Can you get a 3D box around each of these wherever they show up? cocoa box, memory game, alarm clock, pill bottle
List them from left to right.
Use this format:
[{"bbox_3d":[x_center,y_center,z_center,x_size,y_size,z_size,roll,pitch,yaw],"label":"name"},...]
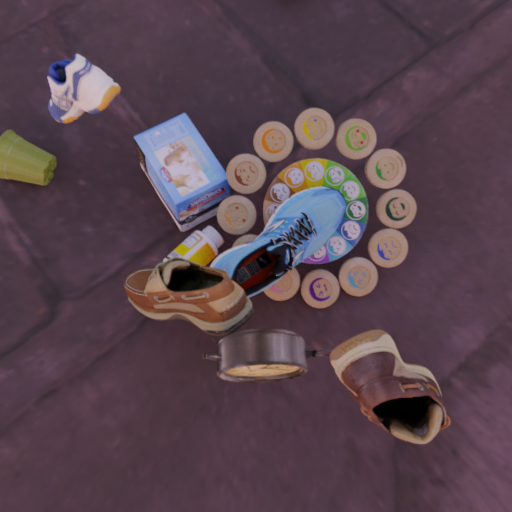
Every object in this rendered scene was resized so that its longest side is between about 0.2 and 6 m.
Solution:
[{"bbox_3d":[-1.263,-1.441,9.696,1.047,1.030,1.569,-29,70,-13],"label":"cocoa box"},{"bbox_3d":[-1.032,-0.041,9.395,0.547,0.547,1.000,42,73,16],"label":"pill bottle"},{"bbox_3d":[0.231,1.225,6.946,1.637,1.104,0.545,-2,67,6],"label":"alarm clock"},{"bbox_3d":[0.974,-0.738,9.061,3.250,0.207,3.250,0,97,0],"label":"memory game"}]

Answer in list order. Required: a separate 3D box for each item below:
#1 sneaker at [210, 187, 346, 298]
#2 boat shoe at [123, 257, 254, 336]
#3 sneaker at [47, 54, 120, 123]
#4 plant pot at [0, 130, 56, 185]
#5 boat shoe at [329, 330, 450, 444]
[{"bbox_3d":[0.448,-0.086,8.483,2.505,1.127,0.982,-41,105,-6],"label":"sneaker"},{"bbox_3d":[-1.050,0.406,7.950,2.344,0.866,0.887,8,42,39],"label":"boat shoe"},{"bbox_3d":[-2.765,-2.558,8.407,1.886,0.831,0.710,1,54,49],"label":"sneaker"},{"bbox_3d":[-4.084,-1.655,9.980,0.869,0.915,0.915,20,68,-6],"label":"plant pot"},{"bbox_3d":[1.859,1.923,7.074,1.034,2.867,1.032,-31,49,10],"label":"boat shoe"}]
